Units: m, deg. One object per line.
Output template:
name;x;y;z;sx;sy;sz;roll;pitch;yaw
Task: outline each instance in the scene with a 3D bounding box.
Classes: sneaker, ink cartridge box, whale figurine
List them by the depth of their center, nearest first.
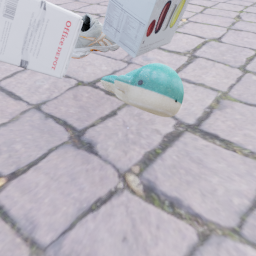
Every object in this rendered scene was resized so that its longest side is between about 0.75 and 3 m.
ink cartridge box;-1.847;-1.762;5.092;1.702;1.240;0.722;14;20;-30
whale figurine;0.331;-0.991;6.450;2.083;1.081;1.657;24;5;42
sneaker;-1.094;-3.356;9.766;1.059;1.286;2.797;37;46;23

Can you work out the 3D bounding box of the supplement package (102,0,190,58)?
supplement package;0.616;-3.681;8.585;1.571;2.136;2.043;43;50;16
